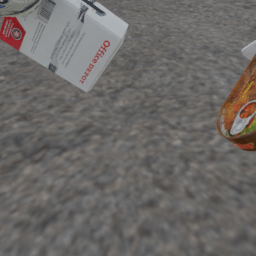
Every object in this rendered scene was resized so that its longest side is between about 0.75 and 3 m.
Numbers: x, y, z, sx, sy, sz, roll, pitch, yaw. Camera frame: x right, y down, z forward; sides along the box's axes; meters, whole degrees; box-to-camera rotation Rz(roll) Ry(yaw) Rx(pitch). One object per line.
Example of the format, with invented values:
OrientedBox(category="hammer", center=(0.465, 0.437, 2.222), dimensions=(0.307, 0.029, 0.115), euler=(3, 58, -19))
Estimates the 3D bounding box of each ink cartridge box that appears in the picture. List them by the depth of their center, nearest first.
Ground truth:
OrientedBox(category="ink cartridge box", center=(-1.473, -2.269, 6.604), dimensions=(2.448, 1.766, 1.025), euler=(32, 39, -13))

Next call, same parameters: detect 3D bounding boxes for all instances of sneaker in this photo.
OrientedBox(category="sneaker", center=(-2.504, -2.265, 4.808), dimensions=(2.283, 0.880, 0.972), euler=(-13, 22, 7))

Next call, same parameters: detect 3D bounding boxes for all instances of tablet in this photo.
OrientedBox(category="tablet", center=(4.068, -2.122, 6.029), dimensions=(1.762, 2.708, 0.185), euler=(9, 62, -39))

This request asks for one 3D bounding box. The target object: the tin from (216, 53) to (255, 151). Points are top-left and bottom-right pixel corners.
OrientedBox(category="tin", center=(2.354, -0.777, 4.271), dimensions=(0.545, 1.456, 2.601), euler=(37, 80, -9))
